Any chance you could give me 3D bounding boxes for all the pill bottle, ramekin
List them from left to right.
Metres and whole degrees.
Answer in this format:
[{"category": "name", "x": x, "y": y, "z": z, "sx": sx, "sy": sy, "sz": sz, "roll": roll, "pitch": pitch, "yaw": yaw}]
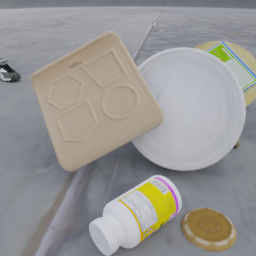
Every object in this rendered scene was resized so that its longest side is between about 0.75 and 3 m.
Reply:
[{"category": "pill bottle", "x": 0.138, "y": 1.492, "z": 4.842, "sx": 1.578, "sy": 0.823, "sz": 0.823, "roll": -23, "pitch": 36, "yaw": -35}, {"category": "ramekin", "x": 1.303, "y": -0.443, "z": 6.634, "sx": 2.718, "sy": 2.718, "sz": 1.266, "roll": 10, "pitch": 9, "yaw": 18}]

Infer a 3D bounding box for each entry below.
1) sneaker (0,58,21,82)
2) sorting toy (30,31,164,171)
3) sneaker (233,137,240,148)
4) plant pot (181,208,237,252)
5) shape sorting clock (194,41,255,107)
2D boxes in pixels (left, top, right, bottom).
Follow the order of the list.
[{"category": "sneaker", "x": -5.464, "y": -2.611, "z": 12.379, "sx": 1.939, "sy": 0.877, "sz": 0.644, "roll": 22, "pitch": 36, "yaw": 34}, {"category": "sorting toy", "x": -0.775, "y": -0.645, "z": 6.268, "sx": 2.384, "sy": 0.470, "sz": 2.575, "roll": -28, "pitch": 69, "yaw": 4}, {"category": "sneaker", "x": 2.922, "y": 0.264, "z": 7.683, "sx": 0.366, "sy": 0.273, "sz": 0.814, "roll": -9, "pitch": 26, "yaw": -6}, {"category": "plant pot", "x": 1.456, "y": 1.773, "z": 5.053, "sx": 0.981, "sy": 0.135, "sz": 0.981, "roll": 0, "pitch": 29, "yaw": 0}, {"category": "shape sorting clock", "x": 2.718, "y": -1.544, "z": 8.434, "sx": 2.455, "sy": 0.482, "sz": 2.455, "roll": -1, "pitch": 68, "yaw": 3}]
